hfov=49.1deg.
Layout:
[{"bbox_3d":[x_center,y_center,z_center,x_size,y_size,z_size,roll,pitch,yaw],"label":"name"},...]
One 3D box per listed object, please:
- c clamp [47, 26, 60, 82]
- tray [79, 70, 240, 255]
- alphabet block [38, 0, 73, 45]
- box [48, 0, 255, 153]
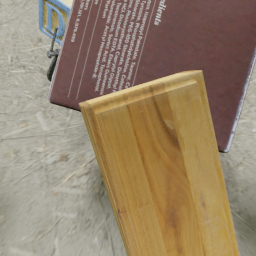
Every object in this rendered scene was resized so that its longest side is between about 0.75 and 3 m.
[{"bbox_3d":[-1.157,-1.550,6.386,1.691,1.445,0.229,-13,57,-48],"label":"c clamp"},{"bbox_3d":[0.407,0.691,2.833,1.127,2.285,0.423,-19,13,-12],"label":"tray"},{"bbox_3d":[-1.494,-3.028,7.474,1.246,1.239,1.269,39,51,16],"label":"alphabet block"},{"bbox_3d":[0.623,-1.137,5.240,2.975,2.468,2.443,16,92,16],"label":"box"}]
